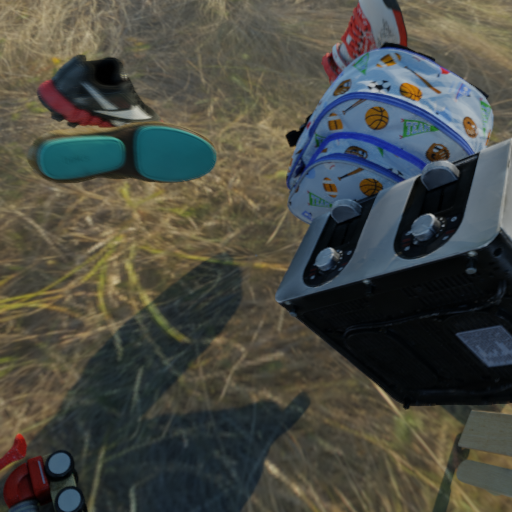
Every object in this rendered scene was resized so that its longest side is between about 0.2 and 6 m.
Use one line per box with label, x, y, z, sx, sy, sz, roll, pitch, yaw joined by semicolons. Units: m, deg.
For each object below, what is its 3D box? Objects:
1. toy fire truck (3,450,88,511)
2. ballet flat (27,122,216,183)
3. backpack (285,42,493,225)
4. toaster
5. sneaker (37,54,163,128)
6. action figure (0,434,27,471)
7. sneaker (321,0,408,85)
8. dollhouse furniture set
toy fire truck;-3.293;3.843;7.948;1.730;1.113;1.523;-15;56;-23
ballet flat;-2.068;-1.622;8.713;2.879;0.976;1.041;-11;26;-29
backpack;1.972;-1.526;8.612;3.111;2.963;2.397;22;56;-1
toaster;2.519;0.499;7.101;3.396;3.070;2.015;41;53;-24
sneaker;-2.378;-2.668;9.622;1.248;2.554;0.903;-46;63;21
action figure;-4.806;3.477;8.034;3.039;0.994;0.785;-38;32;-7
sneaker;1.958;-3.970;10.565;1.586;2.958;0.988;-22;72;15
dollhouse furniture set;4.033;3.508;8.445;1.671;1.362;1.590;36;70;-11
